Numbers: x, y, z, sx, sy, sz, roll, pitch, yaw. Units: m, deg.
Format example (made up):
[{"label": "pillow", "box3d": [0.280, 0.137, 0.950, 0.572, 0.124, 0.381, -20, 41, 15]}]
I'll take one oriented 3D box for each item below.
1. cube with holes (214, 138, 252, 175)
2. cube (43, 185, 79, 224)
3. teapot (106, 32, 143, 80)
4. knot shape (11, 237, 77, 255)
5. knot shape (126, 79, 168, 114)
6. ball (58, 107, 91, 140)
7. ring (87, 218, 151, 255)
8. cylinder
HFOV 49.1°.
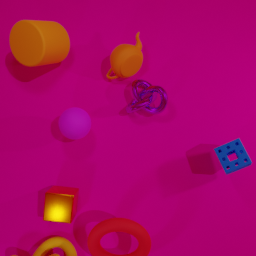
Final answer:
[{"label": "cube with holes", "box3d": [2.855, 0.796, 7.644, 0.712, 0.712, 0.712, -26, 70, 14]}, {"label": "cube", "box3d": [-1.836, 2.095, 7.751, 0.773, 0.773, 0.773, 6, 93, 0]}, {"label": "teapot", "box3d": [-0.067, -2.191, 8.736, 1.723, 1.071, 0.843, -49, 57, 13]}, {"label": "knot shape", "box3d": [-2.172, 3.556, 7.097, 1.756, 1.643, 0.811, -8, 98, -12]}, {"label": "knot shape", "box3d": [0.620, -0.900, 8.533, 1.257, 0.621, 1.343, 14, 64, 25]}, {"label": "ball", "box3d": [-1.516, -0.128, 7.998, 0.920, 0.920, 0.920, 0, 77, 0]}, {"label": "ring", "box3d": [-0.218, 2.905, 7.029, 1.607, 0.321, 1.607, 1, 116, 2]}, {"label": "cylinder", "box3d": [-2.534, -2.464, 8.139, 1.228, 1.228, 1.228, 8, 110, 22]}]
